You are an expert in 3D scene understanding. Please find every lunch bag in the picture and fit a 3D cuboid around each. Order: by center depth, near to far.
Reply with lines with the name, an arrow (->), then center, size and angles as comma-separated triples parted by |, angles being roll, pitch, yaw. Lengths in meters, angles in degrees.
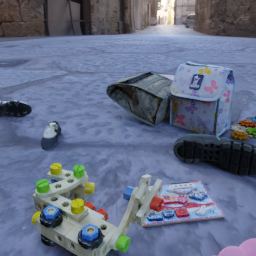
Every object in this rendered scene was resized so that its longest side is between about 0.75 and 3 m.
lunch bag -> 2.746, -1.147, 10.585 | 2.105, 2.483, 1.578 | 20, 30, 37
lunch bag -> 0.684, -1.530, 12.050 | 2.706, 1.591, 2.219 | 28, 32, 23

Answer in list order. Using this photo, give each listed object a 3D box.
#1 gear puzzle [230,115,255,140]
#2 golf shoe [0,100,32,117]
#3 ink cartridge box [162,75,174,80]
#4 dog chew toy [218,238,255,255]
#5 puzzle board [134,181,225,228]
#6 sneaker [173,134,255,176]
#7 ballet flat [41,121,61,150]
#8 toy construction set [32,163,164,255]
gear puzzle -> 4.668, -0.041, 10.748 | 2.477, 0.324, 1.283 | -20, 30, -38
golf shoe -> -5.127, -0.948, 12.329 | 1.942, 0.755, 0.917 | 2, 24, 1
ink cartridge box -> 1.911, -2.186, 14.782 | 0.945, 0.550, 1.305 | 5, 51, 12
dog chew toy -> 1.887, 2.346, 4.655 | 1.372, 0.855, 0.855 | -7, 24, -6
puzzle board -> 1.146, 1.763, 6.815 | 1.897, 0.165, 1.430 | -3, 24, -8
sneaker -> 2.799, 0.604, 8.405 | 2.757, 1.040, 1.093 | 12, 24, 24
ballet flat -> -2.751, 0.182, 9.961 | 0.595, 0.595, 1.629 | 0, 24, 0
toy construction set -> -0.759, 1.644, 5.806 | 2.988, 1.377, 1.959 | 1, 21, 32
